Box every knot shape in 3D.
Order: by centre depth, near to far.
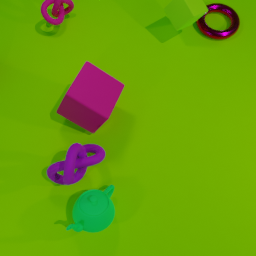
[{"bbox_3d":[-1.394,0.974,7.086,1.454,1.554,0.718,-42,84,25],"label":"knot shape"},{"bbox_3d":[-2.171,-3.847,8.874,0.561,1.135,1.213,25,103,12],"label":"knot shape"}]

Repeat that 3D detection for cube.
[{"bbox_3d":[-1.016,-0.786,7.533,1.199,1.199,1.199,31,60,-13],"label":"cube"},{"bbox_3d":[1.741,-3.565,8.445,0.800,0.800,0.800,-33,94,-35],"label":"cube"}]

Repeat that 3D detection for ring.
[{"bbox_3d":[3.022,-3.597,9.406,1.455,0.291,1.455,0,69,0],"label":"ring"}]

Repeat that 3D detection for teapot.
[{"bbox_3d":[-0.862,1.966,6.741,1.038,0.817,1.669,27,46,24],"label":"teapot"}]
